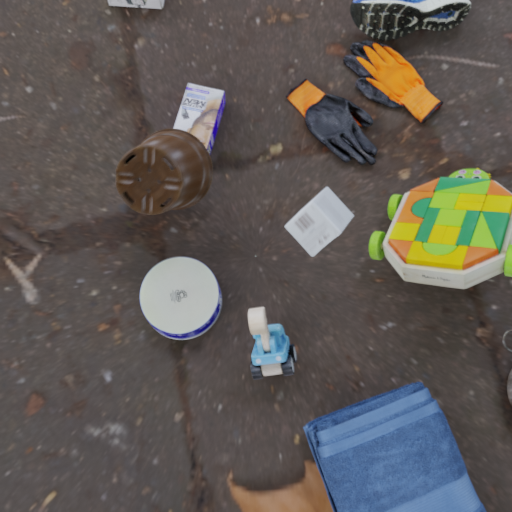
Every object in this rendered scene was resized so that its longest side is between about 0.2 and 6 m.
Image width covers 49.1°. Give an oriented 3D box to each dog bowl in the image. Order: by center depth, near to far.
[{"bbox_3d":[-1.296,0.734,9.691,1.376,0.542,1.376,0,73,0],"label":"dog bowl"}]

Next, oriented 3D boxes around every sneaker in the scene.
[{"bbox_3d":[3.052,-5.152,11.437,2.444,0.960,1.090,-8,65,-11],"label":"sneaker"}]

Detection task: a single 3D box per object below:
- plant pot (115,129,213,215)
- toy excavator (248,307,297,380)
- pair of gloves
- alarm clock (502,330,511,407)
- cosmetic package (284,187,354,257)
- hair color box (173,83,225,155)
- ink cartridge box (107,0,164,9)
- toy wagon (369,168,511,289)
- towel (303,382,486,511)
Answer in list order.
[{"bbox_3d":[-1.575,-1.354,9.309,1.447,1.433,1.447,2,105,8],"label":"plant pot"},{"bbox_3d":[0.158,1.300,8.819,0.672,1.308,1.345,-10,103,11],"label":"toy excavator"},{"bbox_3d":[2.119,-3.063,11.014,2.541,0.314,2.264,-39,77,-10],"label":"pair of gloves"},{"bbox_3d":[4.724,2.064,9.224,1.296,0.639,1.921,-29,77,-8],"label":"alarm clock"},{"bbox_3d":[0.878,-0.479,7.720,0.583,0.587,0.701,47,35,-1],"label":"cosmetic package"},{"bbox_3d":[-1.123,-2.579,10.793,0.751,0.445,1.373,13,75,3],"label":"hair color box"},{"bbox_3d":[-2.509,-5.693,11.743,1.147,0.482,0.834,4,73,1],"label":"ink cartridge box"},{"bbox_3d":[3.355,-0.674,9.511,2.324,0.593,2.996,8,48,31],"label":"toy wagon"},{"bbox_3d":[2.386,4.063,8.440,2.175,0.946,3.896,-19,72,-6],"label":"towel"}]
